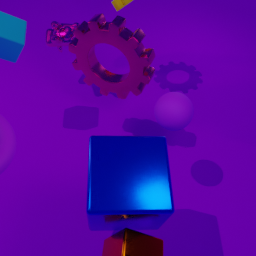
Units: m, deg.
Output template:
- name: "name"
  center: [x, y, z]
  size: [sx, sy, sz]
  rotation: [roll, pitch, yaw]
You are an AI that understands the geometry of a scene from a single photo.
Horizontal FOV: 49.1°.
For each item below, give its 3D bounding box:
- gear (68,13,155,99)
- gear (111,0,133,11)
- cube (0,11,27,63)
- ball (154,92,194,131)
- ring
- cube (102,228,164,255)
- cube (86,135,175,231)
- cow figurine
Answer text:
- name: "gear"
  center: [-0.388, -1.610, 6.626]
  size: [2.059, 2.059, 0.381]
  rotation: [19, 51, 12]
- name: "gear"
  center: [0.275, -3.788, 7.657]
  size: [1.563, 0.289, 1.563]
  rotation: [-31, 21, 13]
- name: "cube"
  center: [-2.979, -2.202, 6.779]
  size: [0.774, 0.774, 0.774]
  rotation: [13, 58, -33]
- name: "ball"
  center: [0.981, -0.356, 6.005]
  size: [0.835, 0.835, 0.835]
  rotation: [0, 57, 0]
- name: "ring"
  center: [-2.086, 0.196, 3.592]
  size: [1.224, 0.245, 1.224]
  rotation: [14, 51, -18]
- name: "cube"
  center: [0.055, 2.178, 4.527]
  size: [0.757, 0.757, 0.757]
  rotation: [25, 46, -20]
- name: "cube"
  center: [-0.026, 0.980, 4.824]
  size: [1.282, 1.282, 1.282]
  rotation: [1, 60, -5]
- name: "cow figurine"
  center: [-1.871, -2.758, 8.469]
  size: [1.412, 1.389, 0.775]
  rotation: [3, 96, 6]
